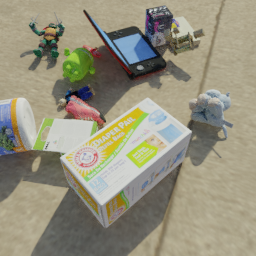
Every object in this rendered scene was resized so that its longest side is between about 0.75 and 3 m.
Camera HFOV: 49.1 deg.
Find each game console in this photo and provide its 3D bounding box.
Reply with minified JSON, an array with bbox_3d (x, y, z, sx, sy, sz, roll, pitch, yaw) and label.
[{"bbox_3d":[-0.073,-3.274,10.297,2.325,1.601,2.698,-21,59,-16],"label":"game console"}]

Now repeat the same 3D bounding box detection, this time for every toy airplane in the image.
[{"bbox_3d":[-1.516,-2.904,11.021,0.984,0.181,0.984,0,54,0],"label":"toy airplane"}]

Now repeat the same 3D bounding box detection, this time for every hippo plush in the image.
[{"bbox_3d":[2.782,-0.751,8.758,1.506,1.200,1.211,29,59,20],"label":"hippo plush"}]

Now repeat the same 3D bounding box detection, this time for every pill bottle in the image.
[{"bbox_3d":[-4.154,0.096,7.905,2.764,1.549,1.549,-10,54,-7],"label":"pill bottle"}]

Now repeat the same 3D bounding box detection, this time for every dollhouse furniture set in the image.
[{"bbox_3d":[2.065,-3.220,10.139,1.197,1.058,0.665,-11,75,32],"label":"dollhouse furniture set"}]

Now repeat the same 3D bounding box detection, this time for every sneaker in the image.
[{"bbox_3d":[-1.370,-0.430,9.041,1.493,0.550,0.647,31,80,19],"label":"sneaker"}]

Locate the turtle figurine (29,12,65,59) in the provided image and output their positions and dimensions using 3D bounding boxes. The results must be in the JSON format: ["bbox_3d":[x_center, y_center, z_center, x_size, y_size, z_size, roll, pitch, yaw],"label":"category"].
[{"bbox_3d":[-3.117,-3.716,11.145,1.477,0.993,1.972,-5,67,12],"label":"turtle figurine"}]

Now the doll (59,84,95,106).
[{"bbox_3d":[-1.784,-1.085,9.570,1.220,0.296,0.832,-28,67,-12],"label":"doll"}]

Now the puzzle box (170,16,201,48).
[{"bbox_3d":[2.144,-4.071,11.869,1.205,0.230,1.811,-13,54,-9],"label":"puzzle box"}]

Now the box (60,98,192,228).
[{"bbox_3d":[-0.014,0.838,7.349,2.974,1.507,1.673,-36,61,-24],"label":"box"}]

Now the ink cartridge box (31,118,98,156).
[{"bbox_3d":[-1.792,0.375,8.271,1.646,0.623,1.216,5,54,6],"label":"ink cartridge box"}]

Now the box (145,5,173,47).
[{"bbox_3d":[1.190,-3.994,11.112,0.883,1.336,0.767,-17,54,-12],"label":"box"}]

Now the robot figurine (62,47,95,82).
[{"bbox_3d":[-1.796,-2.323,10.133,1.295,0.854,1.476,33,49,-9],"label":"robot figurine"}]
